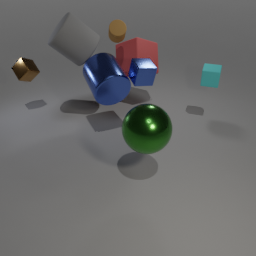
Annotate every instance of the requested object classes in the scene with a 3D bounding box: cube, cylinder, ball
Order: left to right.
[{"bbox_3d":[-4.360,-2.477,11.958,0.700,0.700,0.700,57,22,10],"label":"cube"},{"bbox_3d":[-2.002,-3.263,10.374,1.400,1.400,1.400,33,16,-29],"label":"cylinder"},{"bbox_3d":[-0.787,-1.785,10.246,1.400,1.400,1.400,-13,53,-22],"label":"cylinder"},{"bbox_3d":[-0.438,-3.927,11.390,0.700,0.700,0.700,-4,-4,-6],"label":"cylinder"},{"bbox_3d":[0.413,-3.154,12.779,1.400,1.400,1.400,-2,0,-45],"label":"cube"},{"bbox_3d":[0.489,-1.910,9.575,0.700,0.700,0.700,-5,44,-21],"label":"cube"},{"bbox_3d":[0.525,0.024,7.756,1.400,1.400,1.400,0,30,0],"label":"ball"},{"bbox_3d":[3.382,-2.135,11.398,0.700,0.700,0.700,11,39,17],"label":"cube"}]
